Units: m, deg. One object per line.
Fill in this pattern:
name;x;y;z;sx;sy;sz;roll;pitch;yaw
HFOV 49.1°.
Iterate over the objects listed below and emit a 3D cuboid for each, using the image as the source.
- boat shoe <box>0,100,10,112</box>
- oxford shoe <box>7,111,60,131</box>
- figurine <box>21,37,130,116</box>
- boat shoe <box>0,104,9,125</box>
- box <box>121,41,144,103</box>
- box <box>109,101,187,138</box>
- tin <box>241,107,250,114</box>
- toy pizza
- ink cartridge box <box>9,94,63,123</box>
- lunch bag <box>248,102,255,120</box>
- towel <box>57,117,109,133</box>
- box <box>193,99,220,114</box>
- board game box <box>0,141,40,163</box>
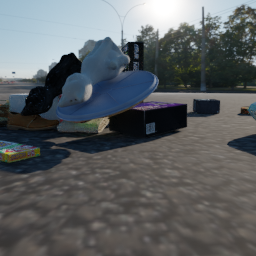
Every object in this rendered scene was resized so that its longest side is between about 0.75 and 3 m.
boat shoe;-4.702;-0.948;12.225;2.412;0.756;0.884;2;9;13
oxford shoe;-2.788;-0.240;8.216;1.700;0.606;0.606;3;8;10
figurine;-1.512;-1.276;7.783;2.564;1.104;2.502;-9;35;38
boat shoe;-4.461;-0.551;8.323;0.779;0.760;2.059;0;-6;30
box;0.073;-1.833;11.265;0.693;2.818;2.918;-3;8;-8
box;0.592;-0.305;7.898;1.342;0.750;1.901;7;13;44
tin;5.726;-0.826;13.054;0.833;0.312;1.488;10;12;29
toy pizza;-0.544;-0.813;7.568;2.854;0.452;2.854;-14;27;7
ink cartridge box;-3.073;-0.798;10.445;1.708;0.991;2.367;0;9;1
lunch bag;4.305;-0.343;7.296;1.785;1.088;1.521;4;9;-13
towel;-1.185;-0.288;8.413;1.257;0.327;1.897;0;22;13
box;3.691;-1.038;13.258;1.046;0.648;1.028;0;11;1
board game box;-2.374;0.419;5.299;1.371;0.206;0.655;3;8;34
